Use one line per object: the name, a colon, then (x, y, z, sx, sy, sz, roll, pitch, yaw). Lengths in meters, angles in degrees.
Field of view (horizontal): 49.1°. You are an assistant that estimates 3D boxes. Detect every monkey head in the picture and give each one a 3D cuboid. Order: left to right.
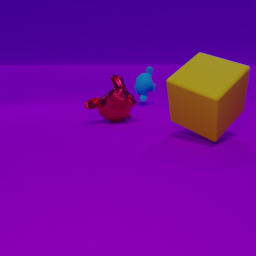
monkey head: (-0.418, -0.883, 8.771, 1.863, 1.340, 1.123, 10, -36, -41)
monkey head: (0.814, -1.812, 11.871, 1.048, 1.457, 0.878, 12, 2, -21)

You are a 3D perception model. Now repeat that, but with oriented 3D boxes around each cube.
cube: (1.864, -0.754, 6.586, 1.315, 1.315, 1.315, 30, 59, 36)
